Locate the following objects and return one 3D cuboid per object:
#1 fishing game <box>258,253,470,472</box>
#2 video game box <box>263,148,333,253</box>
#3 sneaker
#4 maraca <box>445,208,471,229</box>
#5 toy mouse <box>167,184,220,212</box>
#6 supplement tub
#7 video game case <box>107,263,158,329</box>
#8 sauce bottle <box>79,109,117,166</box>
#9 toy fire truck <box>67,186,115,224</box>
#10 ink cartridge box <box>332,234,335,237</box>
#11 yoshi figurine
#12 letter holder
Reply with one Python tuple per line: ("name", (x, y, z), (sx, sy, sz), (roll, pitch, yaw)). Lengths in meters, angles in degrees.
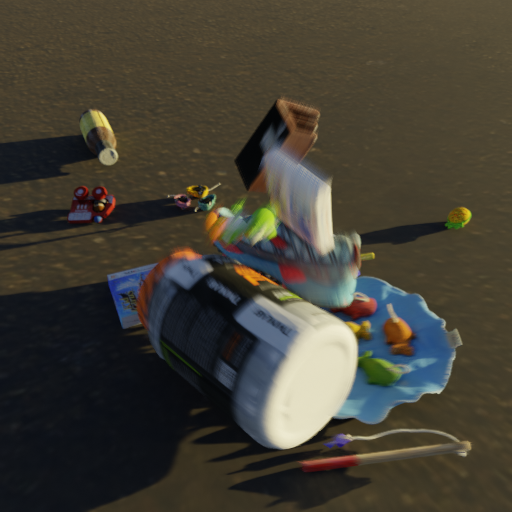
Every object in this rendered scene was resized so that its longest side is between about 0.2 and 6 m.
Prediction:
("fishing game", (1.512, 1.195, 8.422), (2.968, 0.644, 4.145), (-5, 38, -1))
("video game box", (0.589, -0.776, 7.845), (0.281, 1.094, 1.201), (-29, 49, -20))
("sneaker", (0.491, -0.360, 9.187), (2.930, 1.400, 1.162), (27, 22, 29))
("maraca", (4.044, -0.738, 11.226), (0.440, 0.343, 0.641), (5, 42, 42))
("toy mouse", (-1.286, -1.133, 11.819), (1.181, 0.228, 1.049), (-6, 37, -7))
("supplement tub", (-0.262, 1.075, 7.523), (1.762, 1.762, 2.876), (-29, 41, -33))
("video game case", (-1.865, 0.626, 9.478), (1.073, 0.269, 1.184), (-15, 40, -18))
("sauce bottle", (-3.853, -2.896, 13.740), (0.711, 0.711, 2.198), (-13, 39, -17))
("toy fire truck", (-3.376, -0.987, 11.503), (0.897, 0.503, 0.753), (0, 61, 1))
("ink cartridge box", (1.327, -0.159, 10.563), (0.653, 0.230, 1.095), (-30, 48, -33))
("yoshi figurine", (-0.149, -0.416, 6.902), (0.868, 0.488, 0.486), (-1, -5, -21))
("letter holder", (0.574, -2.128, 11.360), (1.214, 1.708, 0.859), (3, 52, -37))
